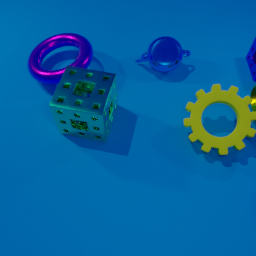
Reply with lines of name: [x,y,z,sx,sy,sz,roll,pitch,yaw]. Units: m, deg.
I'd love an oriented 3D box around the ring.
ring: [-1.950,-2.033,8.074,1.947,0.389,1.947,-6,56,8]

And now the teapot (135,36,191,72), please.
teapot: [1.024,-2.118,8.260,1.673,0.819,1.040,-6,87,4]

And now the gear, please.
gear: [2.209,-0.200,6.772,1.669,0.309,1.669,-1,84,11]

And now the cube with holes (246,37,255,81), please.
cube with holes: [4.178,-2.051,8.089,0.991,0.991,0.991,0,58,0]

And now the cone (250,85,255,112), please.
cone: [4.040,-0.768,6.765,1.425,1.430,1.425,6,72,-20]

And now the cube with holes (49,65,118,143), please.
cube with holes: [-1.026,-0.580,7.026,1.254,1.254,1.254,11,59,7]
